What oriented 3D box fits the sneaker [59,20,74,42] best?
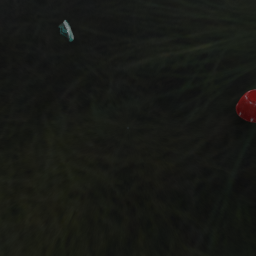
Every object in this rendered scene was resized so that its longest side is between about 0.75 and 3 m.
[{"bbox_3d":[-1.957,-2.999,8.819,0.349,0.297,0.766,-25,69,12],"label":"sneaker"}]

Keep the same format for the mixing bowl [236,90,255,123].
[{"bbox_3d":[3.504,-0.690,7.685,0.992,0.538,0.992,-8,49,9],"label":"mixing bowl"}]
